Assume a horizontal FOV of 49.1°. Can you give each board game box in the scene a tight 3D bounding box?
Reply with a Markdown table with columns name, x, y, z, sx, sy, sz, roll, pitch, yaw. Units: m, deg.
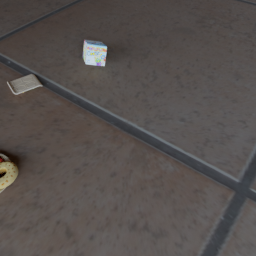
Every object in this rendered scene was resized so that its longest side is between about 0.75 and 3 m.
| name | x | y | z | sx | sy | sz | roll | pitch | yaw |
| --- | --- | --- | --- | --- | --- | --- | --- | --- | --- |
| board game box | -1.276 | -2.852 | 10.588 | 0.731 | 0.718 | 1.394 | 4 | 22 | -14 |

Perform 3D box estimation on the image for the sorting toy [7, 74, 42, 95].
| name | x | y | z | sx | sy | sz | roll | pitch | yaw |
| --- | --- | --- | --- | --- | --- | --- | --- | --- | --- |
| sorting toy | -3.790 | -1.592 | 10.290 | 1.051 | 0.192 | 0.973 | -22 | 45 | -24 |

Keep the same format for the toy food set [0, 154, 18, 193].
| name | x | y | z | sx | sy | sz | roll | pitch | yaw |
| --- | --- | --- | --- | --- | --- | --- | --- | --- | --- |
| toy food set | -3.920 | 1.295 | 7.529 | 1.644 | 0.400 | 1.628 | 35 | 57 | 27 |
